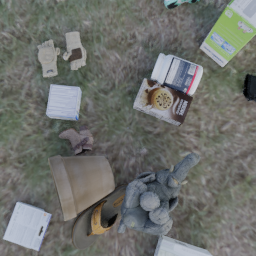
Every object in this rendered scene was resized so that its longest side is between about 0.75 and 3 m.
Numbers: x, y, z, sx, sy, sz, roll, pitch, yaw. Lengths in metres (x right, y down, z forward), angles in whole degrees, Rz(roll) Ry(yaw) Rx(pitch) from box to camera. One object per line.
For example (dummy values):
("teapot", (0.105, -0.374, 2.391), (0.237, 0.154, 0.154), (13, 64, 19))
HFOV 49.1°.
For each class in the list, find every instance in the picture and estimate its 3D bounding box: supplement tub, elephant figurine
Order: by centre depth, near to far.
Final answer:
("elephant figurine", (1.043, 2.099, 9.252), (2.107, 2.716, 1.922), (6, 118, 28))
("supplement tub", (1.759, -1.949, 10.157), (1.636, 1.148, 1.148), (21, 82, 3))

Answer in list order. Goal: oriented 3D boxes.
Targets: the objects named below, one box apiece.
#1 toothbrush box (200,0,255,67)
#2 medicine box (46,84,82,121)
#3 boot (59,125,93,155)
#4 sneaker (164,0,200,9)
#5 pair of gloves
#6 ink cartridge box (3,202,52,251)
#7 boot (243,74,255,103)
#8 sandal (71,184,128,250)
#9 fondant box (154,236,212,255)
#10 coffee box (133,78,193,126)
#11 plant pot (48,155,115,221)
("toothbrush box", (3.930, -3.680, 9.530), (1.255, 2.916, 2.123), (41, 83, 6))
("medicine box", (-2.329, -0.928, 10.281), (1.061, 0.600, 1.165), (6, 82, 0))
("boot", (-1.839, 0.493, 9.857), (1.326, 0.466, 0.970), (-19, 66, 20))
("sneaker", (2.166, -5.506, 10.952), (1.747, 0.679, 1.222), (-15, 82, -3))
("pair of gloves", (-2.490, -2.772, 10.625), (1.787, 0.313, 1.520), (-18, 78, -2))
("ink cartridge box", (-3.462, 3.414, 9.777), (1.339, 0.272, 1.336), (19, 82, 3))
("boot", (5.126, -1.766, 10.423), (1.460, 0.659, 1.781), (8, 82, 5))
("sandal", (-0.754, 3.017, 9.428), (2.733, 0.746, 1.117), (-37, 110, -11))
("fondant box", (1.591, 5.093, 9.297), (1.773, 0.716, 2.458), (17, 83, 3))
("coffee box", (1.258, -0.918, 10.205), (1.882, 0.751, 1.064), (22, 82, 3))
("plant pot", (-1.501, 1.745, 9.298), (1.828, 2.107, 2.107), (-15, 81, -18))
